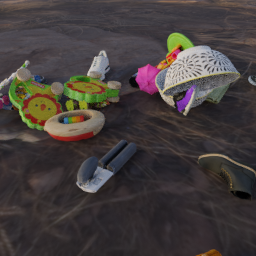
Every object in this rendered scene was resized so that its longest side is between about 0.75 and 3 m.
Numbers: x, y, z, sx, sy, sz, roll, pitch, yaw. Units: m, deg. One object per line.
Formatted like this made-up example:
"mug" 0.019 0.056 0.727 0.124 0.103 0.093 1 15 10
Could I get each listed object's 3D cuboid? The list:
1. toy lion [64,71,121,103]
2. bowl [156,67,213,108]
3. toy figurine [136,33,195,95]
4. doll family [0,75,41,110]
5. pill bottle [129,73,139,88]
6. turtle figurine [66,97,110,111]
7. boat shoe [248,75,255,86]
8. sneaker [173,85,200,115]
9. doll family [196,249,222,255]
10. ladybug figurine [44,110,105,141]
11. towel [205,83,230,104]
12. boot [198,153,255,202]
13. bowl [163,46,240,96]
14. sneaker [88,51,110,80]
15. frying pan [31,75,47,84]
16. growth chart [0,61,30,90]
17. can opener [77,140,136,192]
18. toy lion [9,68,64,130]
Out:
"toy lion" -1.712 -1.725 12.051 2.415 0.865 2.519 -9 31 -37
"bowl" 2.324 -1.520 11.720 2.395 1.124 2.395 -1 45 1
"toy figurine" 1.528 -2.664 13.197 2.683 2.189 2.915 -36 3 -12
"doll family" -4.672 -1.153 11.285 1.645 1.195 2.651 7 38 35
"pill bottle" 0.560 -2.432 13.814 0.598 0.598 1.070 19 36 27
"turtle figurine" -1.905 -1.000 11.444 2.083 0.671 1.679 15 16 8
"boat shoe" 6.522 -2.284 13.636 0.589 0.531 1.667 -8 33 -12
"sneaker" 1.829 -0.983 9.229 0.711 1.430 0.497 33 63 12
"doll family" 1.691 3.002 4.797 2.480 1.117 1.539 26 41 35
"ladybug figurine" -1.844 -0.053 9.803 2.110 0.759 1.432 -7 31 -4
"towel" 3.644 -2.071 13.308 2.153 0.529 2.902 19 37 26
"boot" 2.743 1.351 7.915 1.649 0.639 1.141 12 39 19
"bowl" 2.380 -2.033 9.701 2.633 1.236 2.633 -10 -6 -1
"sneaker" -1.590 -3.212 14.688 0.943 0.993 2.468 5 34 5
"frying pan" -4.961 -2.206 13.773 1.265 0.340 2.092 17 33 26
"growth chart" -5.452 -1.770 11.912 2.763 0.245 2.000 -31 26 13
"can opener" -0.571 0.950 8.283 0.663 0.831 2.487 18 37 26
"toy lion" -3.439 -0.970 10.534 2.126 0.730 2.038 22 58 -15
